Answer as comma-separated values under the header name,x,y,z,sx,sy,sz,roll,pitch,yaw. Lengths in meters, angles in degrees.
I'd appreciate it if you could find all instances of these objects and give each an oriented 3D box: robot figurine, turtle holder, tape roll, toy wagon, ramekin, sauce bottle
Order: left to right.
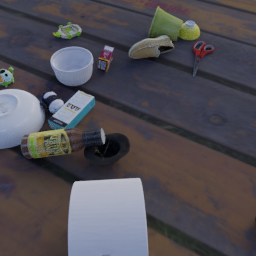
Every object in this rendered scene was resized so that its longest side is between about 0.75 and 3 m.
name,x,y,z,sx,sy,sz,roll,pitch,yaw
turtle holder,-5.132,-2.183,11.814,0.831,0.590,0.632,-30,56,-23
robot figurine,-2.902,-0.971,10.776,0.772,0.641,1.028,-42,60,-11
sauce bottle,-2.114,0.435,9.210,2.678,0.866,0.866,-10,50,6
toy wagon,-3.134,-4.914,14.318,1.436,0.284,1.114,-27,55,-20
ramekin,-2.327,-2.582,11.937,1.749,0.918,1.749,0,50,0
tape roll,-0.450,2.441,6.753,1.640,2.389,2.389,-2,50,-2

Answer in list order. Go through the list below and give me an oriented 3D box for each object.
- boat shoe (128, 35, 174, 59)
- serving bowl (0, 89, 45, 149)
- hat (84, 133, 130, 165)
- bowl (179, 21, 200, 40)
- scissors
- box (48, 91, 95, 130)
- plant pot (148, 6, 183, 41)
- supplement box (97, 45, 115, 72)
name,x,y,z,sx,sy,sz,roll,pitch,yaw
boat shoe,1.144,-3.632,12.944,2.344,0.840,0.893,-26,66,-20
serving bowl,-4.474,-0.548,10.258,2.665,0.877,2.665,0,51,0
hat,-0.645,0.838,9.265,1.538,0.621,1.538,-8,40,7
bowl,3.108,-5.047,14.205,1.166,0.627,1.166,0,49,0
scissors,3.187,-3.267,13.036,0.980,0.187,2.678,27,56,18
box,-2.078,-0.595,10.561,0.764,0.456,1.856,24,54,19
plant pot,1.882,-4.968,13.731,1.400,1.523,1.523,19,52,2
supplement box,-0.980,-3.119,12.487,0.474,0.610,1.106,17,50,-1
